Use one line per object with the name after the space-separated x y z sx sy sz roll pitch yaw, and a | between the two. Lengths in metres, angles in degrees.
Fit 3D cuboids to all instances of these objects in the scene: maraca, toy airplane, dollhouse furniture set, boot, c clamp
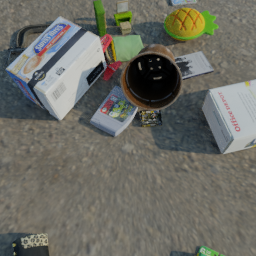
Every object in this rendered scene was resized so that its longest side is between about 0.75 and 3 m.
2.738 -4.532 12.217 2.325 1.244 1.594 -4 71 -1 | maraca
-1.176 -2.832 11.662 2.278 0.419 2.278 -7 67 16 | toy airplane
-0.329 -4.192 11.990 1.727 1.323 2.636 -13 62 -7 | dollhouse furniture set
-3.138 4.072 7.728 2.294 0.828 1.732 -13 59 -14 | boot
-3.841 -3.729 12.336 2.930 0.397 2.503 -10 57 -4 | c clamp

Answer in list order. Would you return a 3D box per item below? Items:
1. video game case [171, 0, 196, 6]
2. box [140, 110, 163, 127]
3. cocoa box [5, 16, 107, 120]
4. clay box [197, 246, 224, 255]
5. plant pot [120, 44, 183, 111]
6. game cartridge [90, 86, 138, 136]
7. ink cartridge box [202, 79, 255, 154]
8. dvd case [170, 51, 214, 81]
2.677 -6.638 14.023 1.182 0.143 1.298 -8 61 -4 | video game case
0.865 -0.370 10.527 0.800 0.197 0.639 -5 59 -2 | box
-2.512 -2.204 10.399 1.922 1.953 2.929 33 72 17 | cocoa box
2.273 4.370 7.749 1.094 0.453 1.905 22 64 11 | clay box
0.931 -2.015 10.231 2.091 2.091 2.070 9 32 5 | plant pot
-0.381 -0.663 10.608 1.288 0.396 1.935 27 64 10 | game cartridge
4.435 -0.515 9.987 2.925 1.280 2.126 -12 61 -8 | ink cartridge box
2.641 -2.615 11.770 1.553 0.192 1.167 -15 62 -9 | dvd case
